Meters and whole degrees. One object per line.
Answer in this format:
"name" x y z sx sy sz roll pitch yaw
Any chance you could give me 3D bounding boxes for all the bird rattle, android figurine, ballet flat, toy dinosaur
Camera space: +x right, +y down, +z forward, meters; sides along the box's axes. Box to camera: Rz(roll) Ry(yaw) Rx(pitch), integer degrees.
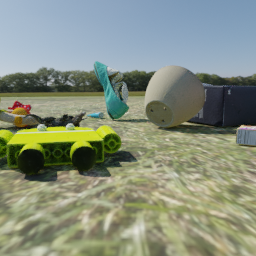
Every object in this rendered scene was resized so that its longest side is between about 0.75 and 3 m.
"bird rattle" -3.539 -0.324 8.898 1.558 1.076 1.911 16 1 24
"android figurine" -1.263 0.255 4.997 2.179 0.491 2.393 -2 10 -13
"ballet flat" -0.562 -1.696 11.239 1.027 2.919 0.983 -27 -29 16
"toy dinosaur" -1.977 -0.110 7.728 1.694 0.652 0.866 -6 -4 -4

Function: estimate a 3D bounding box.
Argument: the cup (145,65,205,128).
"cup" 1.254 -0.776 8.671 1.892 1.892 1.353 6 38 35

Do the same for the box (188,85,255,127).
"box" 3.276 -0.851 9.865 2.205 1.317 2.242 -4 9 -29

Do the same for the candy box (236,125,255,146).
"candy box" 3.009 0.185 5.877 1.292 0.365 0.754 6 9 30

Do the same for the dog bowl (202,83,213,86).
"dog bowl" 3.234 -1.436 13.493 2.401 0.946 2.401 9 -5 1

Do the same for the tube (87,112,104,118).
"tube" -1.351 -0.532 11.703 0.384 0.250 0.991 4 -1 -33
